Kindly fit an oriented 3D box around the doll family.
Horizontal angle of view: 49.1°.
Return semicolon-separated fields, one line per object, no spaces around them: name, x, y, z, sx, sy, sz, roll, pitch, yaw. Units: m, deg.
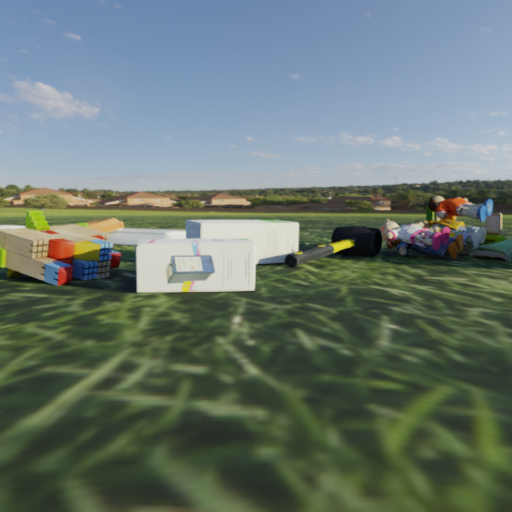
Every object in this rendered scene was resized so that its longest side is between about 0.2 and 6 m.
doll family;3.373;-0.376;10.867;2.434;1.097;1.511;-25;25;-34

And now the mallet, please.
mallet;1.236;-0.140;10.114;0.936;0.585;2.841;5;11;41

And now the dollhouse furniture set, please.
dollhouse furniture set;4.454;-0.494;10.907;1.272;0.983;2.546;-3;6;-23

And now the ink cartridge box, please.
ink cartridge box;-0.733;0.089;6.801;1.371;0.600;0.996;1;5;-6

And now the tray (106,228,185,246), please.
tray;-2.893;-0.487;14.327;3.251;0.360;1.745;3;7;31

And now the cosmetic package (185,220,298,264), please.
cosmetic package;-0.255;-0.233;9.511;1.743;0.739;0.938;-1;7;-25

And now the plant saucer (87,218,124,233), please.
plant saucer;-4.395;-0.667;14.372;1.942;0.313;1.942;-11;10;2

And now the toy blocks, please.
toy blocks;-2.567;-0.041;7.706;1.273;0.930;1.862;15;12;24

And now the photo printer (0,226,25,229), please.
photo printer;-6.056;-0.479;13.470;1.159;0.484;1.393;-5;7;-42
